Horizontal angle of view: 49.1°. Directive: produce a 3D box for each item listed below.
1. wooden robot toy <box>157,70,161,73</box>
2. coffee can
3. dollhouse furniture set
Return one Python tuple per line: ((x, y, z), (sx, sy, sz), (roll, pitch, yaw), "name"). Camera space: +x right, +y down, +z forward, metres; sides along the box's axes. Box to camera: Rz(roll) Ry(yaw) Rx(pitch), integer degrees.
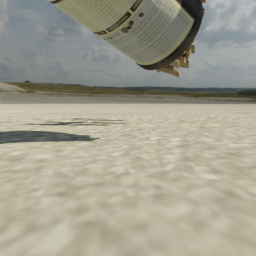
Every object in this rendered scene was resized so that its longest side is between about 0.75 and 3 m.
((0.928, -2.953, 11.856), (1.410, 0.621, 0.640), (43, -17, -19), "wooden robot toy")
((-0.056, -2.740, 5.807), (2.778, 2.033, 2.033), (25, -12, -40), "coffee can")
((1.673, -3.151, 10.066), (1.330, 2.582, 2.554), (20, -9, 16), "dollhouse furniture set")
